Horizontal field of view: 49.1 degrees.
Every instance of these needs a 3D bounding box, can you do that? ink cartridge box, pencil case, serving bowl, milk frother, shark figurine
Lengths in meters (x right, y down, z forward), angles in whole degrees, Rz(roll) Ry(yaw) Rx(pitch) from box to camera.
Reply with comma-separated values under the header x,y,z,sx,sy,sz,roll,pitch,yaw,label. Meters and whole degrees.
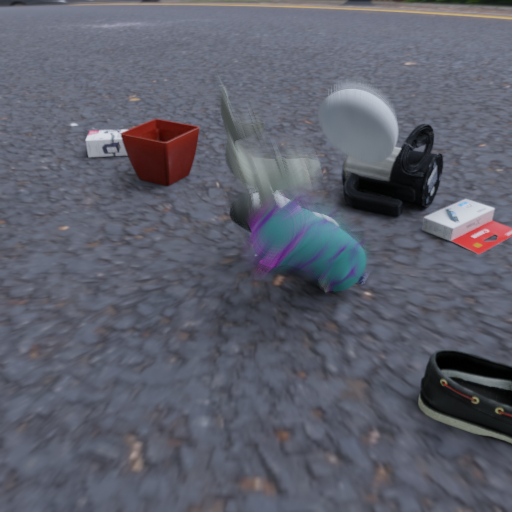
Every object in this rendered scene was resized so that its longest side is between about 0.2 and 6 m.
x,y,z,sx,sy,sz,roll,pitch,yaw,label
3.695,-0.537,9.597,1.266,0.283,1.116,-22,35,-33,ink cartridge box
-3.376,-2.631,13.075,1.038,0.438,0.751,-4,30,-6,ink cartridge box
0.749,-0.065,7.407,0.797,0.866,1.874,17,-5,40,pencil case
1.683,-2.146,8.951,1.363,1.363,0.448,22,64,33,serving bowl
2.430,-1.772,10.289,1.655,1.759,1.588,17,38,28,milk frother
-0.096,-1.219,6.822,1.773,1.060,0.740,23,33,-53,shark figurine

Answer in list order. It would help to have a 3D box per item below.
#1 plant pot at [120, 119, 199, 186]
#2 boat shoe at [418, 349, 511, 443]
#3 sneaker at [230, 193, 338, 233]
x,y,z,sx,sy,sz,roll,pitch,yaw,label
-1.939,-2.100,11.559,1.170,1.031,1.169,17,34,25,plant pot
2.773,1.506,5.694,2.125,0.666,0.778,12,31,17,boat shoe
0.573,-0.406,8.393,1.988,0.661,0.899,16,21,-28,sneaker
